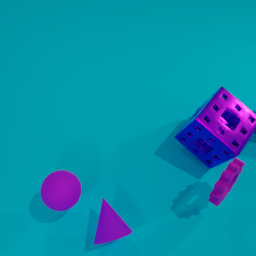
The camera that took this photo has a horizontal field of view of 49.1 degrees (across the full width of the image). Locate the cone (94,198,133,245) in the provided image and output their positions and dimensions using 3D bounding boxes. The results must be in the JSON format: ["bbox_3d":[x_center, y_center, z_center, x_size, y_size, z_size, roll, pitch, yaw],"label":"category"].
[{"bbox_3d":[-0.440,2.001,6.259,0.891,0.891,0.895,-14,76,-9],"label":"cone"}]

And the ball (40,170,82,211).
[{"bbox_3d":[-1.489,1.392,6.247,0.895,0.895,0.895,0,57,0],"label":"ball"}]

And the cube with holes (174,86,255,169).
[{"bbox_3d":[2.273,0.027,7.241,1.288,1.288,1.288,42,65,4],"label":"cube with holes"}]

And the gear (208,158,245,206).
[{"bbox_3d":[2.186,1.199,6.206,0.208,1.127,1.127,33,62,29],"label":"gear"}]
